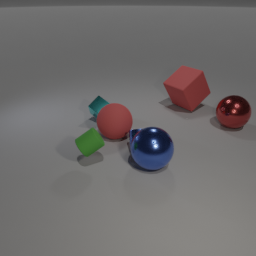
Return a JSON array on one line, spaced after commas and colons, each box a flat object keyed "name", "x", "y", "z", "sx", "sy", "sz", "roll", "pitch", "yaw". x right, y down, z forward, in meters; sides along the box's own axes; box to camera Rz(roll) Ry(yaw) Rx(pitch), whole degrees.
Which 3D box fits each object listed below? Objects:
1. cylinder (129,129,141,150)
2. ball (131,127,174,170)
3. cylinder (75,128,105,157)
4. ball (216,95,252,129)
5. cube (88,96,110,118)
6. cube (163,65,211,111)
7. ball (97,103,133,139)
[{"name": "cylinder", "x": 0.402, "y": 0.411, "z": 10.059, "sx": 0.700, "sy": 0.700, "sz": 0.700, "roll": -4, "pitch": -7, "yaw": 0}, {"name": "ball", "x": 0.781, "y": 0.655, "z": 9.054, "sx": 1.400, "sy": 1.400, "sz": 1.400, "roll": 0, "pitch": 27, "yaw": 0}, {"name": "cylinder", "x": -1.221, "y": 0.459, "z": 9.005, "sx": 0.700, "sy": 0.700, "sz": 0.700, "roll": -35, "pitch": 30, "yaw": 4}, {"name": "ball", "x": 4.392, "y": -0.670, "z": 11.685, "sx": 1.400, "sy": 1.400, "sz": 1.400, "roll": 0, "pitch": 27, "yaw": 0}, {"name": "cube", "x": -1.220, "y": -0.843, "z": 12.258, "sx": 0.700, "sy": 0.700, "sz": 0.700, "roll": 36, "pitch": 71, "yaw": 15}, {"name": "cube", "x": 2.818, "y": -1.913, "z": 13.394, "sx": 1.400, "sy": 1.400, "sz": 1.400, "roll": -43, "pitch": 39, "yaw": -11}, {"name": "ball", "x": -0.517, "y": -0.267, "z": 10.907, "sx": 1.400, "sy": 1.400, "sz": 1.400, "roll": 0, "pitch": 27, "yaw": 0}]
